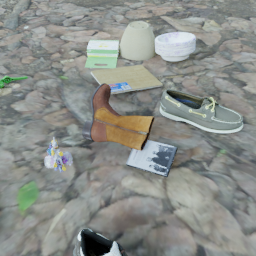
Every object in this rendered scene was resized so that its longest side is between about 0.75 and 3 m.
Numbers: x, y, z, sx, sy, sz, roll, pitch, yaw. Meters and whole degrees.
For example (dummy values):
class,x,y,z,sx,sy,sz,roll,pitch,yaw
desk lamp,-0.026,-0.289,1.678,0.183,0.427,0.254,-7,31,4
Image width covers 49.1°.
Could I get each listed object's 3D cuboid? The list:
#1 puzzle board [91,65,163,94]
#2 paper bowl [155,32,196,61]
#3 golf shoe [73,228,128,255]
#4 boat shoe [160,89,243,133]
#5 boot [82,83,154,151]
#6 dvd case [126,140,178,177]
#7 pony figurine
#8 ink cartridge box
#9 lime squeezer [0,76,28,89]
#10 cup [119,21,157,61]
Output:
class,x,y,z,sx,sy,sz,roll,pitch,yaw
puzzle board,-0.064,-1.849,10.667,2.255,0.196,1.700,-13,43,-24
paper bowl,2.021,-3.455,12.017,1.706,0.887,1.706,-5,34,3
golf shoe,-0.196,2.736,5.052,2.285,1.080,0.888,30,48,27
boat shoe,2.334,-0.576,8.949,2.701,0.807,0.965,16,44,17
boot,-0.214,-0.388,7.977,1.971,0.675,1.855,8,66,28
dvd case,0.633,0.758,7.463,1.157,0.143,0.870,13,62,23
pony figurine,-1.828,0.764,7.324,0.750,0.869,0.901,-13,27,-16
ink cartridge box,-1.122,-3.281,12.296,1.370,0.452,1.883,2,40,2
lime squeezer,-4.623,-1.642,10.625,0.585,0.312,1.656,41,48,-2
cup,0.472,-3.964,12.436,1.741,1.245,1.741,0,41,0
